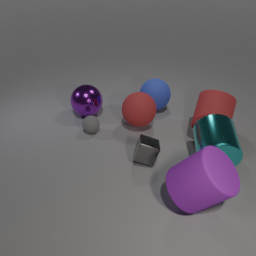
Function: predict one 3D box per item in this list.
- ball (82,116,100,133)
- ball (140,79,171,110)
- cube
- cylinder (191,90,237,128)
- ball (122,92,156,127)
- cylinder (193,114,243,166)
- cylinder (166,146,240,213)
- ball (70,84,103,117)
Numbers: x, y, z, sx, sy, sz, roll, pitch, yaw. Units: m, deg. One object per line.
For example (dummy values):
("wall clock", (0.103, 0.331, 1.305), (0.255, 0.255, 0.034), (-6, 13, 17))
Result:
("ball", (-1.483, -0.146, 11.193), (0.700, 0.700, 0.700), (0, 32, 0))
("ball", (1.217, -1.516, 12.597), (1.400, 1.400, 1.400), (0, 32, 0))
("cube", (0.634, 0.745, 9.485), (0.700, 0.700, 0.700), (18, 26, -6))
("cylinder", (3.249, -0.540, 10.647), (1.400, 1.400, 1.400), (14, 79, 21))
("ball", (0.444, -0.749, 11.295), (1.400, 1.400, 1.400), (0, 32, 0))
("cylinder", (2.942, 0.491, 9.313), (1.400, 1.400, 1.400), (2, 46, 3))
("cylinder", (1.977, 1.391, 7.494), (1.400, 1.400, 1.400), (24, 46, -27))
("ball", (-1.810, -1.200, 12.262), (1.400, 1.400, 1.400), (0, 32, 0))
